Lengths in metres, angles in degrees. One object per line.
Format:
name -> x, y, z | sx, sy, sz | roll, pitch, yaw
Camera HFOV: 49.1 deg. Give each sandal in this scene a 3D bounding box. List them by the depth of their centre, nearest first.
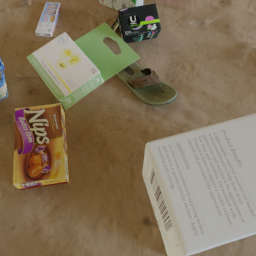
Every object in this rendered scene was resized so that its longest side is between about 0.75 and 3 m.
sandal -> 0.442, -1.528, 8.782 | 2.456, 0.701, 0.975 | 38, 69, 18

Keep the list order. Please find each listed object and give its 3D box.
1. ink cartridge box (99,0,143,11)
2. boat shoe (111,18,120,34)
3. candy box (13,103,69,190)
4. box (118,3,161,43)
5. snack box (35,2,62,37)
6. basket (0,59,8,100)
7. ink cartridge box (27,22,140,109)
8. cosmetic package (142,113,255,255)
ink cartridge box -> -0.274, -4.999, 10.308 | 1.618, 1.186, 0.672 | 26, 66, 12
boat shoe -> -0.351, -3.870, 10.193 | 0.329, 0.357, 1.000 | 24, 70, 7
candy box -> -2.408, 0.468, 7.789 | 1.328, 0.643, 2.277 | -7, 64, -4
box -> 0.376, -3.567, 9.631 | 1.282, 0.797, 0.952 | -13, 88, -6
snack box -> -2.927, -4.043, 10.368 | 0.579, 0.196, 1.611 | 6, 63, 3
basket -> -4.477, -1.560, 7.869 | 2.069, 2.346, 1.632 | -24, 67, -12
ink cartridge box -> -1.412, -2.256, 8.983 | 2.940, 0.705, 2.139 | -37, 68, -7
cosmetic package -> 1.972, 1.383, 6.379 | 2.763, 2.279, 2.277 | -14, 64, -6
